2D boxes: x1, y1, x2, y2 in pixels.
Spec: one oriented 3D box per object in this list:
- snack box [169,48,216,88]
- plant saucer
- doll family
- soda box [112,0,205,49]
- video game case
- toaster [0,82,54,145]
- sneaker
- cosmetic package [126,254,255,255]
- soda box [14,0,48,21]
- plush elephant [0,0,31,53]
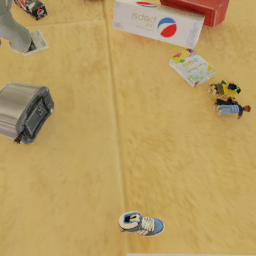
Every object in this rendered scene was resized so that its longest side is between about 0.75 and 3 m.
[{"bbox_3d":[1.927,-1.842,8.479,0.837,0.312,1.177,-31,64,-17],"label":"snack box"},{"bbox_3d":[1.948,-3.859,8.869,2.284,2.288,0.420,22,100,12],"label":"plant saucer"},{"bbox_3d":[2.811,-0.817,7.772,0.868,0.590,1.503,0,65,-5],"label":"doll family"},{"bbox_3d":[0.937,-3.378,8.902,2.746,0.874,0.935,19,37,10],"label":"soda box"},{"bbox_3d":[-3.142,-2.797,9.164,0.822,0.106,0.904,-24,64,-14],"label":"video game case"},{"bbox_3d":[-2.815,-0.382,7.215,1.168,1.028,1.808,14,57,12],"label":"toaster"},{"bbox_3d":[0.304,2.032,5.968,1.010,0.739,0.407,4,60,2],"label":"sneaker"},{"bbox_3d":[1.259,2.877,5.135,2.616,1.327,0.932,1,59,0],"label":"cosmetic package"},{"bbox_3d":[-3.500,-4.393,9.895,1.406,0.445,0.498,40,67,21],"label":"soda box"},{"bbox_3d":[-3.387,-2.717,5.656,1.989,2.569,2.116,10,104,15],"label":"plush elephant"}]
